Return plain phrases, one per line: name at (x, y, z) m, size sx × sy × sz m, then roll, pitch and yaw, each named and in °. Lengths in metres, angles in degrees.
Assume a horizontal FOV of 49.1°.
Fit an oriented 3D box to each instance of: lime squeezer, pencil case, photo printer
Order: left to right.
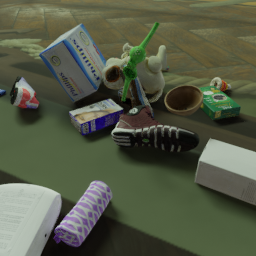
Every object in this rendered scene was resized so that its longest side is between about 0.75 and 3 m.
photo printer at (-2.776, 2.302, 6.664) m, size 1.941 × 0.810 × 2.333 m, roll 4°, pitch 35°, yaw 8°
pencil case at (-1.079, 2.097, 7.056) m, size 0.757 × 0.743 × 1.771 m, roll -10°, pitch 25°, yaw 34°
lime squeezer at (0.198, -2.089, 9.112) m, size 0.541 × 2.867 × 1.012 m, roll 23°, pitch 22°, yaw -5°

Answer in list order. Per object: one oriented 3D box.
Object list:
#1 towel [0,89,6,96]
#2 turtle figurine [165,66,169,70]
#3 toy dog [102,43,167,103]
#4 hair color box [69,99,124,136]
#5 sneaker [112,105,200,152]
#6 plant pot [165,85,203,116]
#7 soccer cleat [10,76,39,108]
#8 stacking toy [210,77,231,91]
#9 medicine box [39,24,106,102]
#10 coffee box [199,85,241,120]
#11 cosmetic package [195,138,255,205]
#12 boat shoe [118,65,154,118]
towel at (-6.565, -1.634, 12.853) m, size 1.586 × 0.189 × 1.148 m, roll 16°, pitch 37°, yaw 22°
turtle figurine at (1.698, -3.264, 14.946) m, size 0.939 × 0.473 × 0.703 m, roll -3°, pitch 46°, yaw -31°
toy dog at (0.176, -2.381, 12.439) m, size 2.677 × 2.595 × 1.868 m, roll -2°, pitch 0°, yaw -11°
hair color box at (-1.202, -0.460, 10.829) m, size 1.842 × 0.597 × 1.007 m, roll -23°, pitch 42°, yaw -26°
sneaker at (0.978, -0.161, 9.695) m, size 2.921 × 1.105 × 1.687 m, roll 5°, pitch 48°, yaw 7°
plant pot at (1.860, -0.798, 9.204) m, size 1.245 × 0.575 × 1.245 m, roll -11°, pitch 45°, yaw 11°
soccer cleat at (-4.527, -1.517, 12.249) m, size 1.010 × 0.941 × 2.760 m, roll 21°, pitch 13°, yaw -29°
stacking toy at (4.403, -1.944, 13.082) m, size 0.971 × 0.709 × 0.709 m, roll 5°, pitch 30°, yaw -28°
medicine box at (-2.243, -2.941, 12.473) m, size 1.377 × 2.436 × 2.675 m, roll -22°, pitch 28°, yaw 23°
coffee box at (3.618, -1.114, 11.868) m, size 1.266 × 0.453 × 2.058 m, roll -11°, pitch 36°, yaw -15°
cosmetic package at (3.225, 1.274, 7.994) m, size 2.290 × 0.971 × 1.232 m, roll 18°, pitch 40°, yaw 25°
boat shoe at (0.112, -1.335, 10.988) m, size 0.913 × 0.912 × 2.524 m, roll -22°, pitch 72°, yaw -10°
